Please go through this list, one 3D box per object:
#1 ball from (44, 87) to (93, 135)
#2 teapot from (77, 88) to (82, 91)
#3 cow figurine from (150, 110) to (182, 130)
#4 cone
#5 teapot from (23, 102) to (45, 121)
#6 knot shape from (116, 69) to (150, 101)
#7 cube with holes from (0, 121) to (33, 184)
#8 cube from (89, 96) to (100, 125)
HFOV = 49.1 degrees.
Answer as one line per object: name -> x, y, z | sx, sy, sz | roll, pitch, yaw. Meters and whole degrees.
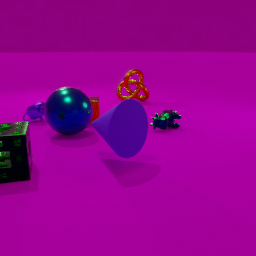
ball -> -1.650, -0.468, 7.823 | 1.338, 1.338, 1.338 | 0, 17, 0
teapot -> -2.357, -1.236, 10.935 | 1.235, 0.605, 0.768 | -24, 16, 6
cow figurine -> 1.111, -0.271, 8.579 | 1.001, 0.558, 1.017 | 4, 22, -11
cone -> -0.406, -0.040, 6.085 | 1.218, 1.214, 1.214 | 7, 17, 41
teapot -> -2.970, -0.542, 9.355 | 1.162, 0.569, 0.722 | -31, 8, -26
knot shape -> 0.327, -1.710, 12.345 | 1.438, 1.536, 0.710 | 36, 23, -7
cube with holes -> -2.432, 0.461, 5.528 | 0.928, 0.928, 0.928 | -5, 17, -15
cube -> -1.335, -0.586, 9.250 | 0.784, 0.784, 0.784 | -2, 17, -5
